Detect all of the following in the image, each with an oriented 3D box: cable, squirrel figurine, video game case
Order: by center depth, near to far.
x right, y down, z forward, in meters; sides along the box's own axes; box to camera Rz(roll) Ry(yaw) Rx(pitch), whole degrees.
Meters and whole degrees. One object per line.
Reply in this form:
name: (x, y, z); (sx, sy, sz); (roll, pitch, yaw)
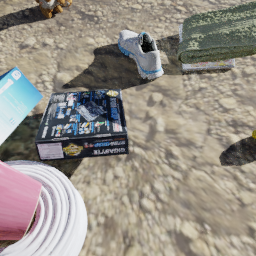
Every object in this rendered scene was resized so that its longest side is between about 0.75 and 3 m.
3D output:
cable: (-2.397, 1.985, 5.849); (2.969, 1.028, 2.968); (-35, 57, -27)
video game case: (2.854, -2.968, 10.172); (1.878, 0.215, 1.709); (-4, 83, -3)
squirrel figurine: (-3.412, -5.955, 12.870); (1.586, 1.123, 1.481); (38, 52, 25)

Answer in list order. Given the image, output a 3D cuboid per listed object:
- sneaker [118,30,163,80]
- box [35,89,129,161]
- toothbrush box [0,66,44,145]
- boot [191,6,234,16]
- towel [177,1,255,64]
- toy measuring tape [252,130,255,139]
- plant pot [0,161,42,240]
sneaker: (0.470, -3.053, 10.192); (1.063, 1.229, 2.837); (-21, 51, -16)
box: (-1.154, -0.223, 7.586); (2.150, 0.622, 2.704); (-5, 31, -4)
toothbrush box: (-3.717, -0.192, 7.169); (1.887, 1.099, 2.578); (-13, 35, 39)
boot: (3.841, -3.701, 11.002); (2.816, 1.091, 1.948); (-9, 53, 9)
towel: (2.704, -2.591, 7.440); (2.710, 0.494, 2.011); (-3, 51, 24)
toy measuring tape: (4.473, 0.068, 7.772); (2.041, 0.751, 0.751); (-3, 49, -3)
plant pot: (-2.465, 1.295, 5.043); (1.490, 1.664, 1.664); (22, 46, -19)
